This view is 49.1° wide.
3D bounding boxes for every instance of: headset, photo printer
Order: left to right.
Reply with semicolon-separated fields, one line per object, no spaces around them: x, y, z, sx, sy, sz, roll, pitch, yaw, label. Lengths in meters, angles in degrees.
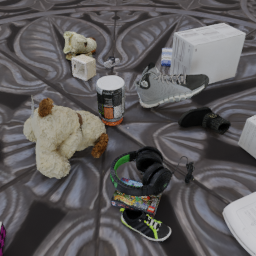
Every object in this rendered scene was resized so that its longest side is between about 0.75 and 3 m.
0.668;1.215;7.343;2.271;1.067;1.402;-8;35;-11;headset
3.266;2.218;6.606;1.761;0.612;1.465;-18;45;-18;photo printer

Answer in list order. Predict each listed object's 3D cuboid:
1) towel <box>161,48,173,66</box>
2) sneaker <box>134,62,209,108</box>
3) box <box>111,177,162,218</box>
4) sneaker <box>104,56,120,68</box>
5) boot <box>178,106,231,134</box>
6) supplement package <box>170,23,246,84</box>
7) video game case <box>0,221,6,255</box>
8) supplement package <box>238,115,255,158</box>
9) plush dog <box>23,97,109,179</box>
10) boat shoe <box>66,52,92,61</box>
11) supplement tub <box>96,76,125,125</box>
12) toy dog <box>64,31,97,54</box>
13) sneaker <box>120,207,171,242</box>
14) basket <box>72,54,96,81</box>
2.155;-3.356;13.317;1.142;0.185;1.555;6;43;4;towel
1.354;-1.662;9.608;2.574;1.486;0.966;-17;31;22;sneaker
0.235;1.813;7.371;1.173;0.221;0.801;14;43;15;box
-0.839;-3.042;12.855;0.878;0.331;0.500;-24;46;-33;sneaker
2.558;-0.170;9.368;1.513;0.569;1.131;-20;45;-22;boot
3.198;-2.959;11.500;2.487;1.937;1.379;-17;42;-18;supplement package
-3.951;3.356;5.373;2.618;0.517;2.888;-6;42;-7;video game case
4.469;0.509;8.196;1.127;1.085;1.981;-21;45;-22;supplement package
-1.709;0.009;8.422;2.176;2.032;2.533;-1;35;-36;plush dog
-2.308;-3.429;13.224;1.271;0.398;0.466;2;41;3;boat shoe
-0.560;-0.899;9.465;0.948;1.547;0.948;1;42;0;supplement tub
-2.162;-4.055;13.351;1.400;1.007;1.444;-9;-5;41;toy dog
0.390;2.252;6.628;1.297;0.537;0.465;14;43;16;sneaker
-1.883;-2.595;11.966;0.842;0.834;0.677;25;43;27;basket
